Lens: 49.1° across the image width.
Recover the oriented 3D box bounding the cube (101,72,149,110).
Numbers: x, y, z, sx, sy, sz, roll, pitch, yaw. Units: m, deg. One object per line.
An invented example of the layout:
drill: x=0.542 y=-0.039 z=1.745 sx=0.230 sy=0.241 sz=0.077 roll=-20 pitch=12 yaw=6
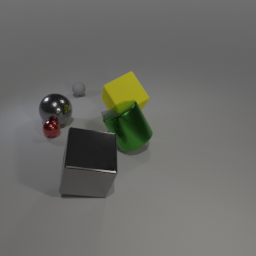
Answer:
cube: x=-0.155 y=-1.271 z=11.927 sx=1.400 sy=1.400 sz=1.400 roll=-30 pitch=81 yaw=-16

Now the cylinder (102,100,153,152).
cylinder: x=-0.003 y=-0.080 z=10.268 sx=1.400 sy=1.400 sz=1.400 roll=-26 pitch=20 yaw=10

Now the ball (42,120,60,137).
ball: x=-3.083 y=0.018 z=11.277 sx=0.700 sy=0.700 sz=0.700 roll=0 pitch=29 yaw=0

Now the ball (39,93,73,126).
ball: x=-3.077 y=-0.773 z=11.940 sx=1.400 sy=1.400 sz=1.400 roll=0 pitch=29 yaw=0

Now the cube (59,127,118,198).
cube: x=-1.147 y=1.017 z=8.110 sx=1.400 sy=1.400 sz=1.400 roll=9 pitch=47 yaw=-14

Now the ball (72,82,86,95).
ball: x=-2.588 y=-2.076 z=14.723 sx=0.700 sy=0.700 sz=0.700 roll=0 pitch=29 yaw=0
